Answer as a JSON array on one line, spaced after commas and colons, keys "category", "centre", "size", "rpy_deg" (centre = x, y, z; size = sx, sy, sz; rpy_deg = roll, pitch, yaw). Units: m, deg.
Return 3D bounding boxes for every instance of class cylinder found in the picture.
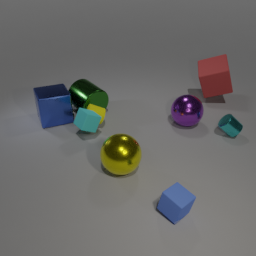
[{"category": "cylinder", "centre": [-1.401, -0.595, 11.954], "size": [0.700, 0.700, 0.700], "rpy_deg": [17, 26, -20]}, {"category": "cylinder", "centre": [-1.854, -1.389, 13.041], "size": [1.400, 1.400, 1.400], "rpy_deg": [-25, 46, -35]}, {"category": "cylinder", "centre": [4.188, -0.104, 11.458], "size": [0.700, 0.700, 0.700], "rpy_deg": [39, 30, -13]}]

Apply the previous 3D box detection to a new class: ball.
[{"category": "ball", "centre": [-0.237, 0.878, 9.423], "size": [1.400, 1.400, 1.400], "rpy_deg": [0, 31, 0]}, {"category": "ball", "centre": [2.561, -0.752, 12.150], "size": [1.400, 1.400, 1.400], "rpy_deg": [0, 31, 0]}]

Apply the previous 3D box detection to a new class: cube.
[{"category": "cube", "centre": [1.360, 2.108, 7.911], "size": [0.700, 0.700, 0.700], "rpy_deg": [-22, 47, -40]}, {"category": "cube", "centre": [-1.604, -0.307, 11.076], "size": [0.700, 0.700, 0.700], "rpy_deg": [12, 16, -44]}, {"category": "cube", "centre": [4.316, -2.560, 13.892], "size": [1.400, 1.400, 1.400], "rpy_deg": [-10, 44, 21]}, {"category": "cube", "centre": [-3.338, -1.021, 12.561], "size": [1.400, 1.400, 1.400], "rpy_deg": [-13, 33, -21]}]
